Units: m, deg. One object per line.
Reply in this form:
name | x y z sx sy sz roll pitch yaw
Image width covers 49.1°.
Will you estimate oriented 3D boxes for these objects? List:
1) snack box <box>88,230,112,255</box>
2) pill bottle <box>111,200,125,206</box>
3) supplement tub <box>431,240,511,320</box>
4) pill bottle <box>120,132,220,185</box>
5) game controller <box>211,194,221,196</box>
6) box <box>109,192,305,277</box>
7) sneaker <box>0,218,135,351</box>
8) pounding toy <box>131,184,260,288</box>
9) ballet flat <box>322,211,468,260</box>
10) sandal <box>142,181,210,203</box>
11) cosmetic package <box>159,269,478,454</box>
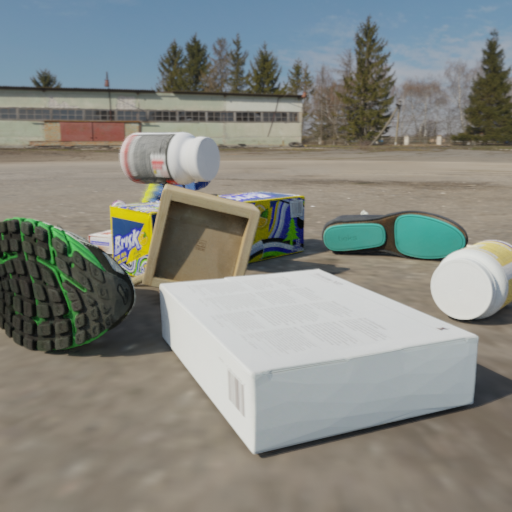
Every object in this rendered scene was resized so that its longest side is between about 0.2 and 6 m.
snack box | -1.765 -0.404 10.192 0.969 0.328 2.696 5 13 24
pill bottle | -3.329 -1.157 13.625 0.378 0.378 0.674 -4 11 -17
supplement tub | 2.405 0.257 6.041 0.754 0.754 1.037 10 16 41
pill bottle | -1.048 -1.185 6.840 1.104 0.639 0.639 6 13 28
game controller | -0.328 -1.177 13.851 2.457 0.517 1.282 13 3 45
box | -0.613 -0.386 8.546 1.071 0.983 3.057 12 16 44
sneaker | -2.091 0.096 5.775 1.295 1.186 3.039 -10 15 -41
pounding toy | -0.799 -0.061 6.721 1.308 1.421 1.010 13 10 -9
ballet flat | 2.203 -0.385 9.022 2.264 0.827 0.827 2 12 19
sandal | -1.357 -1.091 9.498 0.790 1.814 0.721 29 -27 -1
cosmetic package | 0.315 0.653 4.559 1.708 0.585 2.265 -7 13 -22
